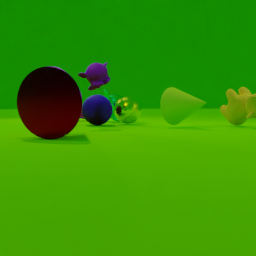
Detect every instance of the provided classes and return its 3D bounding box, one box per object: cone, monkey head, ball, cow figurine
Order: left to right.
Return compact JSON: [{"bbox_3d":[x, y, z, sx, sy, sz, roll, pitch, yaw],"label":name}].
[{"bbox_3d":[-1.318,-0.526,5.888,1.369,1.369,1.374,1,6,15],"label":"cone"},{"bbox_3d":[-0.967,-1.492,8.146,0.828,0.694,1.151,-22,9,48],"label":"monkey head"},{"bbox_3d":[-1.033,-0.606,9.449,1.029,1.029,1.029,0,4,0],"label":"ball"},{"bbox_3d":[-0.577,-0.899,11.737,1.727,1.041,1.243,32,-5,-32],"label":"monkey head"},{"bbox_3d":[-0.010,-0.633,9.927,0.969,0.969,0.969,0,4,0],"label":"ball"},{"bbox_3d":[1.781,-0.683,8.211,1.174,1.174,1.179,-4,1,-43],"label":"cone"},{"bbox_3d":[3.614,-0.537,8.609,0.900,1.639,1.613,-10,51,-12],"label":"cow figurine"}]

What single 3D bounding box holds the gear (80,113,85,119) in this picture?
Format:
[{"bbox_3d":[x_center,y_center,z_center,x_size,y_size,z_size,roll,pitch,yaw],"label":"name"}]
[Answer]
[{"bbox_3d":[-2.040,-0.577,12.634,1.227,0.227,1.227,4,-4,0],"label":"gear"}]
